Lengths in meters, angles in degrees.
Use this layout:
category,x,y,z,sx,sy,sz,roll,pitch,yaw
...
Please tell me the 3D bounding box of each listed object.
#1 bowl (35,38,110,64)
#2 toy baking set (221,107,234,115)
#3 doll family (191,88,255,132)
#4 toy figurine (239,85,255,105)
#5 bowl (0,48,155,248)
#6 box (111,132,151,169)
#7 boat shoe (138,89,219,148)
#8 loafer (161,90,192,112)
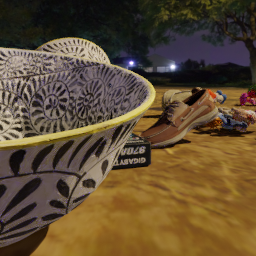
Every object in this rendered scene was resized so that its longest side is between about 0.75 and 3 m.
category,x,y,z,sx,sy,sz,roll,pitch,yaw
bowl,-1.553,-0.990,7.966,2.761,2.761,1.296,-5,46,-28
toy baking set,3.589,-0.543,10.517,1.520,0.230,1.981,5,14,-3
doll family,2.480,-0.316,7.556,1.439,1.044,2.318,2,24,-36
toy figurine,6.648,-1.519,14.951,1.380,1.126,1.499,-21,44,-30
bowl,-1.201,0.131,2.409,2.736,1.284,2.736,5,23,-2
box,-0.642,0.338,4.632,1.705,0.392,1.355,-4,10,-18
boat shoe,0.996,-0.234,5.843,2.000,0.718,0.757,-28,20,-24
loafer,2.313,-0.977,10.645,2.647,1.002,0.904,-7,7,-42
